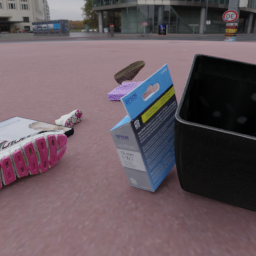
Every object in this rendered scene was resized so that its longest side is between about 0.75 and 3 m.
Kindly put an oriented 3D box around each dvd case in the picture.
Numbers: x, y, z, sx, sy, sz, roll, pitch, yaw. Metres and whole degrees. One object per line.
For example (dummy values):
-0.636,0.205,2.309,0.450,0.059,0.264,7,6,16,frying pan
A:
-3.522,0.178,9.445,2.788,0.245,1.989,10,24,25,dvd case

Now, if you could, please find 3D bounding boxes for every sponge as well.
0.018,-1.924,14.312,1.362,0.364,2.441,0,21,18,sponge

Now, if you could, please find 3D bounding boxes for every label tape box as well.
0.473,-0.021,6.501,0.795,2.406,1.724,6,37,41,label tape box

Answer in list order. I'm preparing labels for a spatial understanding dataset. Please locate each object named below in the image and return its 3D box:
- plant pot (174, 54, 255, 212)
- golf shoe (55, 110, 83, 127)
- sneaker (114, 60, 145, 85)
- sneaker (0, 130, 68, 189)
2.272,0.206,5.896,2.558,2.275,2.564,14,43,11,plant pot
-2.192,-0.381,10.515,0.628,0.517,1.373,5,21,20,golf shoe
0.164,-2.805,14.267,1.763,0.666,0.621,-24,36,17,sneaker
-2.969,0.658,7.082,1.301,1.098,2.975,26,38,36,sneaker
